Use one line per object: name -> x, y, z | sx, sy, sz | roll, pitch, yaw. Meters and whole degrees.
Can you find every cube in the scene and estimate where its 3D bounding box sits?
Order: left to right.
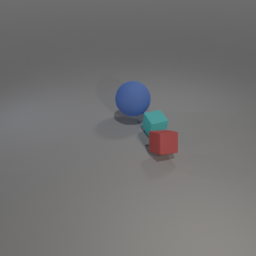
cube -> 1.018, -0.162, 10.612 | 0.700, 0.700, 0.700 | -12, 43, -19
cube -> 1.169, 0.460, 9.257 | 0.700, 0.700, 0.700 | -4, 8, -26

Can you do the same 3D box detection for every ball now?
ball -> 0.198, -1.153, 11.077 | 1.400, 1.400, 1.400 | 0, 31, 0
